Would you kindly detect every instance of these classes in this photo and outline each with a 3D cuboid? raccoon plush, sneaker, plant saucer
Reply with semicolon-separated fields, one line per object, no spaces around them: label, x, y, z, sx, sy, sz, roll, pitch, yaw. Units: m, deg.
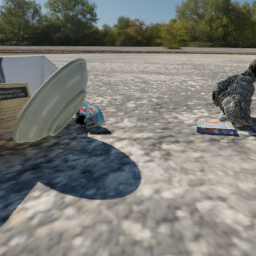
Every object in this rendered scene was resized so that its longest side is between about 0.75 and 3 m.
raccoon plush;3.445;-1.182;8.262;1.157;2.392;1.603;24;13;-10
sneaker;-1.326;-0.401;8.055;0.702;0.583;1.469;-31;33;-27
plant saucer;-1.597;-0.491;6.552;0.617;2.457;2.457;39;22;-1

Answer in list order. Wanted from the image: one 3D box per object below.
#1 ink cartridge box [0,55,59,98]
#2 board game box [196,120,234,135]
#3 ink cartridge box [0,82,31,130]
ink cartridge box;-3.454;-1.203;8.334;2.920;1.223;2.119;0;-7;7
board game box;2.366;-0.024;7.680;0.960;0.165;0.650;4;18;11
ink cartridge box;-3.731;-0.270;5.957;2.651;0.995;2.184;-10;9;11
